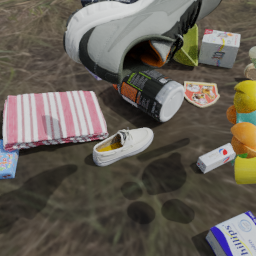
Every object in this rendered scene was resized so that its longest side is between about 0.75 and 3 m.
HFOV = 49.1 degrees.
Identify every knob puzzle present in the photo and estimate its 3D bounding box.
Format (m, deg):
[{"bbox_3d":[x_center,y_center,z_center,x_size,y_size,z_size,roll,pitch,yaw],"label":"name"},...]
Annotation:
[{"bbox_3d":[2.349,-1.111,9.006,1.329,0.184,1.329,0,48,0],"label":"knob puzzle"}]

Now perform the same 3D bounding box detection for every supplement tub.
[{"bbox_3d":[0.557,-1.150,8.340,1.995,1.222,1.222,36,57,27],"label":"supplement tub"}]

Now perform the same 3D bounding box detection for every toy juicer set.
[{"bbox_3d":[2.151,-0.443,5.200,0.732,1.711,2.689,-1,59,32],"label":"toy juicer set"}]

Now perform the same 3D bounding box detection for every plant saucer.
[{"bbox_3d":[1.488,-3.833,10.288,0.678,2.828,2.832,-27,36,37],"label":"plant saucer"}]

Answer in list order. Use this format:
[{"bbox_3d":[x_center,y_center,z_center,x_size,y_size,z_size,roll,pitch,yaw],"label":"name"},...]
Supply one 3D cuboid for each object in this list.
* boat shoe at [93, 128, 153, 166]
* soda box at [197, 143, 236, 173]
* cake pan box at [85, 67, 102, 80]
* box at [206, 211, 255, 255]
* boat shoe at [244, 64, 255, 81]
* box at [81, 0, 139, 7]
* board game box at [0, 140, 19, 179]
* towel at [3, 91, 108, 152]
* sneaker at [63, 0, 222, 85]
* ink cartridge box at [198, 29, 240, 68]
[{"bbox_3d":[-0.104,0.358,7.380,1.813,0.633,0.643,-22,52,-19],"label":"boat shoe"},{"bbox_3d":[2.288,0.772,7.205,1.011,0.344,0.322,-22,52,-19],"label":"soda box"},{"bbox_3d":[-0.673,-1.481,5.831,0.216,0.760,0.825,-13,38,-24],"label":"cake pan box"},{"bbox_3d":[2.284,2.356,5.653,1.021,0.536,0.939,-18,50,-15],"label":"box"},{"bbox_3d":[4.816,-1.609,9.079,1.999,0.737,0.692,13,44,10],"label":"boat shoe"},{"bbox_3d":[-0.209,-5.183,11.422,2.449,1.275,2.230,17,61,28],"label":"box"},{"bbox_3d":[-3.636,0.817,7.209,1.496,0.274,1.132,-5,48,-4],"label":"board game box"},{"bbox_3d":[-2.085,-0.294,8.011,2.730,0.408,1.998,-6,46,-16],"label":"towel"},{"bbox_3d":[0.429,-1.254,3.553,2.407,0.890,0.954,-34,66,-22],"label":"sneaker"},{"bbox_3d":[3.281,-2.856,10.081,1.262,0.913,0.917,14,50,12],"label":"ink cartridge box"}]
